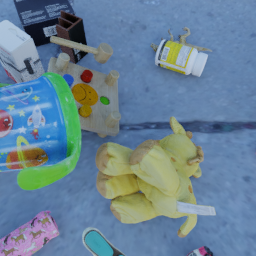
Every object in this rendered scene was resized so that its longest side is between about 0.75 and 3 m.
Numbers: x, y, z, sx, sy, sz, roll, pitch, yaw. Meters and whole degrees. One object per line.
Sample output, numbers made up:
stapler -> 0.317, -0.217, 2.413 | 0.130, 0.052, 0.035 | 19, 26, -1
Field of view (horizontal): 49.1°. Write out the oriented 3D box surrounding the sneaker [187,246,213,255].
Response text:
sneaker -> 1.685, 3.255, 5.433 | 0.646, 0.698, 1.731 | -32, 58, 13

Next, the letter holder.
letter holder -> -1.927, -2.924, 8.991 | 0.960, 1.351, 0.680 | 31, 62, 19

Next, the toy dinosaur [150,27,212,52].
toy dinosaur -> 1.821, -2.835, 9.528 | 2.033, 0.592, 1.028 | 6, 72, 12

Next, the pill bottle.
pill bottle -> 1.671, -2.174, 8.808 | 1.475, 0.843, 0.843 | 22, 59, 13

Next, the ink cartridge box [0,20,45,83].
ink cartridge box -> -3.185, -2.027, 8.166 | 1.255, 1.740, 0.728 | 37, 64, 21

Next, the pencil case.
pencil case -> -2.202, 2.384, 5.964 | 1.466, 0.634, 0.607 | -30, 36, -19

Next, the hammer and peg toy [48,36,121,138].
hammer and peg toy -> -1.260, -1.204, 7.678 | 2.112, 1.012, 2.871 | 13, 53, -25

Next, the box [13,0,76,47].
box -> -2.867, -3.898, 9.870 | 1.802, 0.938, 1.641 | -20, 59, -12

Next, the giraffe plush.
giraffe plush -> 0.807, 0.849, 6.322 | 2.581, 2.227, 2.093 | 13, 37, 19

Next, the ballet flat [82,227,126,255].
ballet flat -> -0.245, 1.819, 3.955 | 0.364, 0.336, 1.078 | -37, 91, -16

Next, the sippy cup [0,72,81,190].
sippy cup -> -1.854, 0.005, 4.660 | 1.624, 2.216, 1.740 | -12, 96, -30
